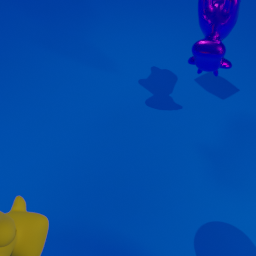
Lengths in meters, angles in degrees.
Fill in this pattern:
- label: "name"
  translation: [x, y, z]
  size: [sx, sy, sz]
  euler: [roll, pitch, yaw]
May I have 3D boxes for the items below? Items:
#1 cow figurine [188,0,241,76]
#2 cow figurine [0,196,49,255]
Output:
- label: "cow figurine"
  translation: [1.873, -2.092, 5.931]
  size: [0.945, 1.695, 1.722]
  euler: [13, 42, 22]
- label: "cow figurine"
  translation: [-1.424, 1.034, 2.691]
  size: [1.324, 1.303, 0.727]
  euler: [18, 79, -23]
